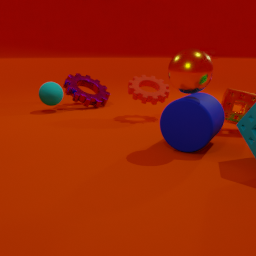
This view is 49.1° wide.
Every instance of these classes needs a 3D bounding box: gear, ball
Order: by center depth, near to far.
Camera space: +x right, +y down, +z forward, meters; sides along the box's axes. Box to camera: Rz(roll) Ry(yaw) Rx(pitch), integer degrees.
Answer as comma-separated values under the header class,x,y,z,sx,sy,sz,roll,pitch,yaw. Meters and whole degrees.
class,x,y,z,sx,sy,sz,roll,pitch,yaw
ball,1.316,-1.197,5.930,0.943,0.943,0.943,0,16,0
gear,0.692,-1.304,9.403,1.383,0.256,1.383,5,42,-5
ball,-2.882,-1.274,10.492,0.894,0.894,0.894,0,16,0
gear,-1.694,-1.566,11.579,1.893,0.350,1.893,20,34,-14

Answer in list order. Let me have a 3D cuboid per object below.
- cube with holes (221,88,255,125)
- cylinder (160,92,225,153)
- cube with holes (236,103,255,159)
class,x,y,z,sx,sy,sz,roll,pitch,yaw
cube with holes,3.070,-0.551,7.889,0.853,0.853,0.853,16,2,13
cylinder,1.546,-0.169,6.660,1.225,1.225,1.225,9,17,29
cube with holes,2.865,-0.002,5.290,0.932,0.932,0.932,-11,60,-16
